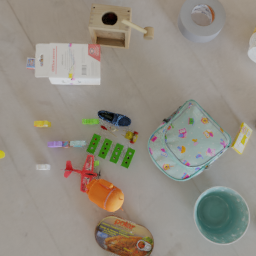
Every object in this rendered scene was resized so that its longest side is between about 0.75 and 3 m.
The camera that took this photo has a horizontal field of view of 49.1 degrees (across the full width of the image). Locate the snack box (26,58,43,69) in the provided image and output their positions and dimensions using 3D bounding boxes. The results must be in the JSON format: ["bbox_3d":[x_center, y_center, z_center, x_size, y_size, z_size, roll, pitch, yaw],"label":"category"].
[{"bbox_3d":[-3.565,-2.661,11.661,1.288,0.157,0.463,4,81,1],"label":"snack box"}]

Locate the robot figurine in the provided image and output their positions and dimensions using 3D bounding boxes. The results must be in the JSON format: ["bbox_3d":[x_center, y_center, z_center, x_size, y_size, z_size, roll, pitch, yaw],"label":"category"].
[{"bbox_3d":[-0.812,2.482,10.309,1.574,0.918,1.132,23,88,28],"label":"robot figurine"}]

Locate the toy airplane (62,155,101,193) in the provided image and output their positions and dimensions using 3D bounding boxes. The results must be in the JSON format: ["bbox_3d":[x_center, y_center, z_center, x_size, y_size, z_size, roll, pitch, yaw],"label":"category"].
[{"bbox_3d":[-1.824,1.717,10.798,1.563,0.288,1.563,-2,101,-9],"label":"toy airplane"}]

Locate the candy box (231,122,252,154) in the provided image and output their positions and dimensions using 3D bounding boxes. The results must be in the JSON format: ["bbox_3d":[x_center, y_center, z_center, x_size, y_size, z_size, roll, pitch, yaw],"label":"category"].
[{"bbox_3d":[4.464,0.407,10.980,0.579,0.150,1.133,37,74,-21],"label":"candy box"}]

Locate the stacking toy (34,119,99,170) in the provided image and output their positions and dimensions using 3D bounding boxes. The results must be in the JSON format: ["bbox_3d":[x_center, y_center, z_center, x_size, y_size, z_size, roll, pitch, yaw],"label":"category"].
[{"bbox_3d":[-2.375,0.608,10.910,2.525,0.593,1.904,-3,81,-1],"label":"stacking toy"}]

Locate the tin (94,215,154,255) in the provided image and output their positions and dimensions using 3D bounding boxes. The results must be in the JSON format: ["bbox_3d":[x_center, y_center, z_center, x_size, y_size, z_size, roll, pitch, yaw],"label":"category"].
[{"bbox_3d":[-0.135,4.057,10.425,2.240,0.469,1.254,20,85,3],"label":"tin"}]

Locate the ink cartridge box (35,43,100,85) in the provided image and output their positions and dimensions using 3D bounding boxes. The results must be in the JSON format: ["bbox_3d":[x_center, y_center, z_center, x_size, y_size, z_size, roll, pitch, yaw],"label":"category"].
[{"bbox_3d":[-2.357,-2.541,11.194,2.495,0.842,1.453,1,80,-6],"label":"ink cartridge box"}]

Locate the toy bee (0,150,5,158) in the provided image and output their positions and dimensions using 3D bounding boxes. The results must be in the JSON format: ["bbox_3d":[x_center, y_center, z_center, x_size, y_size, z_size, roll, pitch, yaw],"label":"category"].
[{"bbox_3d":[-5.606,1.264,10.634,1.481,1.230,2.262,14,55,6],"label":"toy bee"}]

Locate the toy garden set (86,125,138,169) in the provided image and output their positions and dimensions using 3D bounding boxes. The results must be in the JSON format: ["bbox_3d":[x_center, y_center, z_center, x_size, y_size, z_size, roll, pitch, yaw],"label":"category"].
[{"bbox_3d":[-0.525,0.601,11.046,1.762,0.352,1.469,22,81,5],"label":"toy garden set"}]

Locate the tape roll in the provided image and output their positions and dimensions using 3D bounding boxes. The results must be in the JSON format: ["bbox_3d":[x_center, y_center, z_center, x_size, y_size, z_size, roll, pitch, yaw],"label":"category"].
[{"bbox_3d":[3.064,-4.569,11.741,1.888,0.624,1.888,0,82,0],"label":"tape roll"}]

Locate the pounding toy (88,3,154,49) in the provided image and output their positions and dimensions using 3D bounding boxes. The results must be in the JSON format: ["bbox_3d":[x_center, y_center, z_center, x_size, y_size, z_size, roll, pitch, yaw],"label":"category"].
[{"bbox_3d":[-0.190,-4.072,10.858,2.481,2.180,1.135,7,80,1],"label":"pounding toy"}]

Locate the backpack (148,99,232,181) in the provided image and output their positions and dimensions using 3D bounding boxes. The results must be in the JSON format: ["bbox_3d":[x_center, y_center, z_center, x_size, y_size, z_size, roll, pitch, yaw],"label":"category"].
[{"bbox_3d":[2.065,0.586,10.178,2.706,2.075,2.379,-43,85,5],"label":"backpack"}]

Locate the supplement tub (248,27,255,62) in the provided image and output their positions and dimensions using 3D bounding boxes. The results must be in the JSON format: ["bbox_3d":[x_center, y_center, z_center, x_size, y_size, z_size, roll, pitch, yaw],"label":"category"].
[{"bbox_3d":[5.851,-3.752,11.110,1.606,1.606,2.225,26,82,4],"label":"supplement tub"}]

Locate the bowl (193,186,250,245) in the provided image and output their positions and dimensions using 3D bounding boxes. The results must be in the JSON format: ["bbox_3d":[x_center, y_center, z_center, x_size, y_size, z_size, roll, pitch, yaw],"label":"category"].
[{"bbox_3d":[3.267,3.108,10.260,1.990,1.041,1.990,0,81,0],"label":"bowl"}]

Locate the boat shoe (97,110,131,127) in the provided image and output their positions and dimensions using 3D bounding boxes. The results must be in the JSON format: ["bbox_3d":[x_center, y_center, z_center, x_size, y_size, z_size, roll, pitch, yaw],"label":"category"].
[{"bbox_3d":[-0.556,-0.329,11.007,1.372,0.471,0.577,10,93,-1],"label":"boat shoe"}]
